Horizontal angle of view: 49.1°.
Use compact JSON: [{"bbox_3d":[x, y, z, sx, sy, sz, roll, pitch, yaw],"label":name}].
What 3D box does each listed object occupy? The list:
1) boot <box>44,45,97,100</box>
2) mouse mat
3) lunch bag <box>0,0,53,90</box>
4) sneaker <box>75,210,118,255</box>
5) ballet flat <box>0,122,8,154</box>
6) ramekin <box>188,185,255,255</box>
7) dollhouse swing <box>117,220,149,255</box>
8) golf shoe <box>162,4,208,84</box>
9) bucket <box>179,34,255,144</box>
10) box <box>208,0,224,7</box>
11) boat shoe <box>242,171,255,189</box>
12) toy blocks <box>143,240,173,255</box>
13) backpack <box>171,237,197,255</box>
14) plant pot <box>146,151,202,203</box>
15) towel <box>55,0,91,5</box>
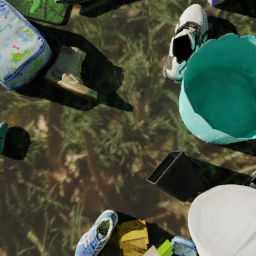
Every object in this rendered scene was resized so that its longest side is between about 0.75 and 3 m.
[{"bbox_3d":[-1.489,-1.664,8.369,1.673,0.609,1.301,23,79,8],"label":"boot"},{"bbox_3d":[-2.817,-4.834,9.283,2.236,0.105,2.779,14,78,3],"label":"mouse mat"},{"bbox_3d":[-3.568,-2.474,8.319,2.404,0.991,1.932,44,83,8],"label":"lunch bag"},{"bbox_3d":[-0.877,2.911,7.383,0.630,0.641,1.663,31,81,4],"label":"sneaker"},{"bbox_3d":[-3.746,0.291,8.094,0.309,0.366,0.968,2,74,19],"label":"ballet flat"},{"bbox_3d":[2.617,2.545,6.712,2.283,2.283,1.063,-15,123,-3],"label":"ramekin"},{"bbox_3d":[0.154,3.025,7.616,0.772,0.679,0.702,-10,37,-2],"label":"dollhouse swing"},{"bbox_3d":[1.841,-2.663,8.237,1.044,1.269,2.686,16,77,4],"label":"golf shoe"},{"bbox_3d":[2.711,-0.880,7.549,2.818,1.833,2.818,0,78,0],"label":"bucket"},{"bbox_3d":[3.267,-4.872,8.497,1.756,1.615,0.921,-32,82,-7],"label":"box"},{"bbox_3d":[3.462,1.703,7.734,0.542,0.452,1.452,40,83,6],"label":"boat shoe"},{"bbox_3d":[0.560,4.507,6.809,2.956,1.477,2.021,-42,92,-8],"label":"toy blocks"},{"bbox_3d":[1.388,3.182,7.227,0.760,0.830,0.610,20,59,6],"label":"backpack"},{"bbox_3d":[1.306,1.344,7.539,0.989,1.113,1.115,42,81,-3],"label":"plant pot"},{"bbox_3d":[-1.539,-5.205,9.201,2.310,0.414,2.400,-13,79,-8],"label":"towel"}]
